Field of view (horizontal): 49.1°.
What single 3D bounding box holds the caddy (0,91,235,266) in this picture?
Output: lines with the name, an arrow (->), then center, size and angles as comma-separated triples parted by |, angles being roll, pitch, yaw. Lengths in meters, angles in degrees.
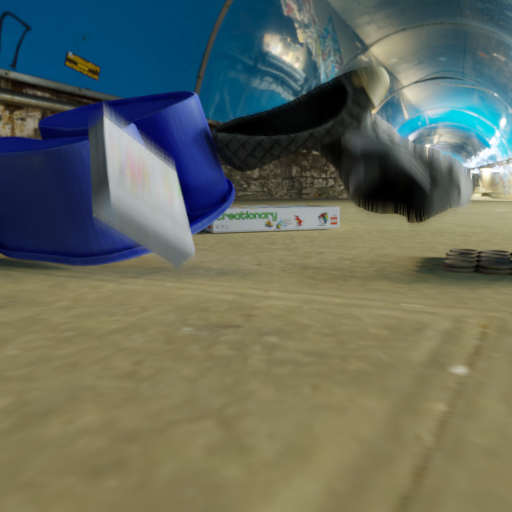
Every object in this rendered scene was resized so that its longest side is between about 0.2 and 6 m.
caddy -> -2.782, -1.228, 10.282 | 4.958, 2.602, 3.505 | 5, 31, 35

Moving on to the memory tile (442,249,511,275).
memory tile -> 3.860, 0.095, 9.062 | 1.575, 0.172, 2.054 | 3, 9, 22

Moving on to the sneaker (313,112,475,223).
sneaker -> 1.830, -1.531, 9.248 | 3.256, 1.082, 1.473 | 35, 51, 28

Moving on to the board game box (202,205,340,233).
board game box -> 0.162, -1.133, 16.419 | 3.892, 0.673, 2.457 | -3, 7, -23

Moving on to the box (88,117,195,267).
box -> -1.361, -0.764, 6.555 | 1.250, 0.330, 1.604 | 37, 22, -39

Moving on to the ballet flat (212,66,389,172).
ballet flat -> 0.716, -2.262, 9.119 | 3.034, 1.008, 0.862 | -25, -36, 13
